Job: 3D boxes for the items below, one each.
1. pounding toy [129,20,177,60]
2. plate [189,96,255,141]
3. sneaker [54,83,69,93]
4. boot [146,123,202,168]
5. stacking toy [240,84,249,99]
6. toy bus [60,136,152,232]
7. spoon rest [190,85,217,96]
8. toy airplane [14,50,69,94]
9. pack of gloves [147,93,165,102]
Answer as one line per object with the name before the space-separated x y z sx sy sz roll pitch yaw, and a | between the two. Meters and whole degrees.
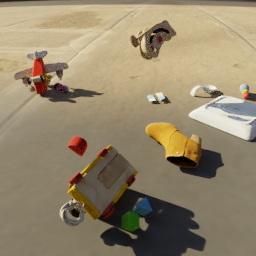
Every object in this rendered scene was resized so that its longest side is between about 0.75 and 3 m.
pounding toy | 0.995 -3.078 9.884 1.871 1.070 1.073 -32 16 -21
plate | 3.659 -0.526 9.670 2.287 0.370 2.282 -26 40 -37
sneaker | -2.864 -1.664 11.739 0.792 0.313 0.378 17 45 28
boot | 1.162 0.460 7.730 1.752 0.617 1.254 15 33 16
stacking toy | 4.739 -1.446 11.294 0.363 0.363 0.850 7 35 11
toy bus | -0.690 1.292 5.858 2.019 1.043 1.905 15 46 -33
spoon rest | 3.123 -1.610 11.535 1.197 0.363 0.595 -17 34 -25
toy airplane | -3.690 -2.355 11.904 1.831 1.292 1.823 30 73 22
pack of gloves | 1.103 -1.171 11.065 0.633 0.149 0.753 -10 26 0
